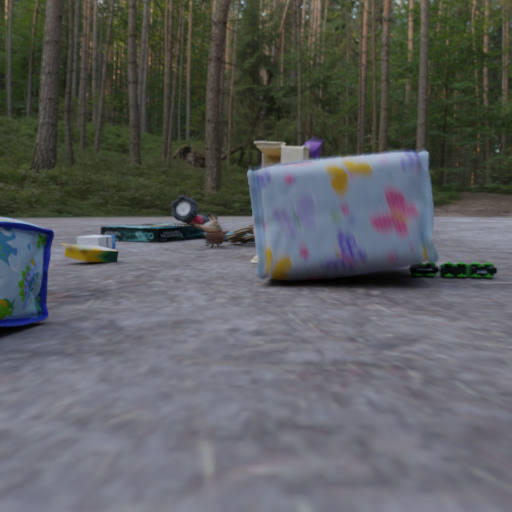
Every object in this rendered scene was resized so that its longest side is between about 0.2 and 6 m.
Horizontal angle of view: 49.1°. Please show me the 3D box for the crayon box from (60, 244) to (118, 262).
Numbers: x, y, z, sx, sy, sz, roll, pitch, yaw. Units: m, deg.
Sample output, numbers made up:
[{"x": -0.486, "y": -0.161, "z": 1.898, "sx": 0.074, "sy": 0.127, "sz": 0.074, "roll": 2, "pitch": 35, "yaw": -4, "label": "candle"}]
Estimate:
[{"x": -3.004, "y": -0.046, "z": 10.040, "sx": 0.566, "sy": 0.232, "sz": 0.900, "roll": 12, "pitch": 3, "yaw": 32, "label": "crayon box"}]

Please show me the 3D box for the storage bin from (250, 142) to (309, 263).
[{"x": 0.492, "y": -1.006, "z": 10.817, "sx": 1.016, "sy": 2.169, "sz": 2.153, "roll": 3, "pitch": 6, "yaw": 6, "label": "storage bin"}]

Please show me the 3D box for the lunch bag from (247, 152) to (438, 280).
[{"x": 1.199, "y": -0.597, "z": 8.254, "sx": 2.368, "sy": 1.775, "sz": 2.792, "roll": -5, "pitch": -1, "yaw": 9, "label": "lunch bag"}]

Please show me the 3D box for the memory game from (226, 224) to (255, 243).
[{"x": 0.321, "y": -0.688, "z": 14.718, "sx": 2.300, "sy": 0.146, "sz": 2.300, "roll": -14, "pitch": -7, "yaw": -2, "label": "memory game"}]

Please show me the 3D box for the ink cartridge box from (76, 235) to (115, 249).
[{"x": -3.717, "y": -0.297, "z": 13.030, "sx": 0.580, "sy": 0.340, "sz": 0.793, "roll": 1, "pitch": 4, "yaw": 13, "label": "ink cartridge box"}]

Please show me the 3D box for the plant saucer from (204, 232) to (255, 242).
[{"x": -0.664, "y": -0.563, "z": 16.511, "sx": 1.749, "sy": 0.240, "sz": 1.749, "roll": 1, "pitch": 5, "yaw": 0, "label": "plant saucer"}]

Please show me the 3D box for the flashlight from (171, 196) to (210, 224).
[{"x": -2.077, "y": -1.306, "z": 18.929, "sx": 0.855, "sy": 0.852, "sz": 2.517, "roll": -42, "pitch": -17, "yaw": 3, "label": "flashlight"}]

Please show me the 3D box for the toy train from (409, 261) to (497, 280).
[{"x": 2.825, "y": 0.210, "z": 8.092, "sx": 1.209, "sy": 0.252, "sz": 0.341, "roll": 1, "pitch": -5, "yaw": 10, "label": "toy train"}]

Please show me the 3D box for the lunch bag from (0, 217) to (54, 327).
[{"x": -2.663, "y": 0.130, "z": 4.376, "sx": 1.424, "sy": 1.067, "sz": 1.675, "roll": 1, "pitch": -4, "yaw": 12, "label": "lunch bag"}]

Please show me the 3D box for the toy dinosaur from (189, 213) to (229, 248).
[{"x": -1.018, "y": -0.525, "z": 13.834, "sx": 0.935, "sy": 0.592, "sz": 1.380, "roll": 51, "pitch": 9, "yaw": 26, "label": "toy dinosaur"}]

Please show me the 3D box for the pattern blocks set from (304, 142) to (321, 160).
[{"x": 2.256, "y": -1.532, "z": 13.890, "sx": 3.485, "sy": 0.282, "sz": 3.064, "roll": 44, "pitch": -19, "yaw": -23, "label": "pattern blocks set"}]

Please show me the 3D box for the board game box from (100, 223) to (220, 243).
[{"x": -2.858, "y": -0.733, "z": 17.191, "sx": 2.157, "sy": 0.449, "sz": 3.189, "roll": 3, "pitch": 6, "yaw": 29, "label": "board game box"}]
